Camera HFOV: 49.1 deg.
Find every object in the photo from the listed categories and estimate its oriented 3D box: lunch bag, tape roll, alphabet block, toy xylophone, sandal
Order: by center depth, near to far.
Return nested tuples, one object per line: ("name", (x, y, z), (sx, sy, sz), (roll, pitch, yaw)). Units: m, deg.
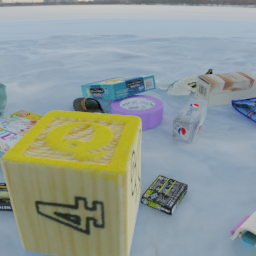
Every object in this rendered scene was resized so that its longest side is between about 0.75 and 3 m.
("toy xylophone", (3.520, 2.414, 5.699), (1.795, 0.616, 2.451), (-17, 32, -29))
("alphabet block", (-0.958, 1.166, 6.170), (2.336, 2.379, 2.324), (3, 27, 7))
("tape roll", (0.382, -0.700, 11.559), (2.134, 0.700, 2.134), (-2, 26, 1))
("lunch bag", (5.773, -0.883, 11.829), (1.869, 1.168, 2.483), (-9, 17, -14))
("sandal", (-1.618, -0.891, 11.962), (1.042, 0.696, 2.550), (-12, 30, -22))

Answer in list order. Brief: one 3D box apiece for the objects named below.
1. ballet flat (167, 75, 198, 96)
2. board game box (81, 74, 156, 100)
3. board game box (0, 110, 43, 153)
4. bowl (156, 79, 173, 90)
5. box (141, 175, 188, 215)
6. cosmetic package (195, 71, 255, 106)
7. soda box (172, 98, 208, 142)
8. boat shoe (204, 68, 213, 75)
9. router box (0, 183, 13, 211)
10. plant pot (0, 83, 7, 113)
("ballet flat", (3.034, -2.136, 14.290), (0.932, 0.932, 2.597), (22, 35, 36))
("board game box", (-0.529, -1.927, 13.098), (2.245, 0.698, 2.974), (-19, 17, -32))
("board game box", (-3.714, 0.136, 9.821), (2.881, 0.493, 1.937), (14, 33, 36))
("bowl", (1.944, -2.298, 15.002), (0.875, 0.393, 0.875), (-1, 27, 0))
("box", (0.982, 1.736, 7.415), (0.873, 0.241, 1.089), (15, 31, 28))
("cosmetic package", (4.764, -1.913, 13.426), (2.658, 1.160, 1.374), (-7, 28, -14))
("soda box", (2.441, -0.365, 10.828), (0.752, 0.809, 2.371), (12, 30, 24))
("boat shoe", (4.927, -3.293, 16.943), (0.342, 0.405, 1.135), (20, 40, 28))
("router box", (-3.200, 1.781, 7.294), (1.006, 0.263, 0.791), (1, 28, 3))
("plant pot", (-5.846, -1.488, 11.753), (1.727, 1.157, 1.727), (25, 0, 0))
